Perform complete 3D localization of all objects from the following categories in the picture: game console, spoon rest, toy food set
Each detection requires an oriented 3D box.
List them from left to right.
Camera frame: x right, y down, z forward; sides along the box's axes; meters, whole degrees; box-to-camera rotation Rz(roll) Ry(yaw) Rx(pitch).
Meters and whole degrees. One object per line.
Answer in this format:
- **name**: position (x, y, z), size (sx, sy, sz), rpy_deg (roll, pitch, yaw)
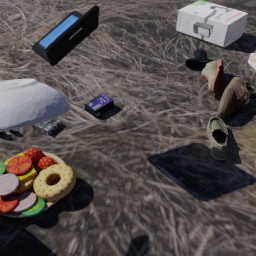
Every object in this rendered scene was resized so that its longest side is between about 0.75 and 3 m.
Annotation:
- **spoon rest**: position (-2.091, -0.282, 4.252), size (2.972, 0.901, 1.476), rpy_deg (12, 25, 39)
- **toy food set**: position (-2.581, 1.361, 7.208), size (2.116, 0.520, 2.138), rpy_deg (-30, 51, -28)
- **game console**: position (-1.533, -2.328, 6.601), size (0.914, 1.381, 1.570), rpy_deg (44, 80, -2)

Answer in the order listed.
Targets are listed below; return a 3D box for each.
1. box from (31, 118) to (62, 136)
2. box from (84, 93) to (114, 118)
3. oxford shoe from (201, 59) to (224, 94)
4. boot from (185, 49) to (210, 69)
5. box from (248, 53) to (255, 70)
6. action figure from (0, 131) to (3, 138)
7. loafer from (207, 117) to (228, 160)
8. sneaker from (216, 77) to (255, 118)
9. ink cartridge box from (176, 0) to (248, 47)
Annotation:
- **box**: position (-2.635, -0.120, 9.084), size (0.775, 0.169, 0.621), rpy_deg (21, 47, 21)
- **box**: position (-0.993, -0.788, 9.704), size (0.601, 0.336, 0.851), rpy_deg (32, 51, 33)
- **oxford shoe**: position (3.221, -1.922, 10.800), size (0.777, 0.731, 2.076), rpy_deg (-4, 35, 27)
- **boot**: position (2.909, -2.977, 11.987), size (1.141, 0.436, 0.958), rpy_deg (2, 46, -8)
- **box**: position (5.513, -2.757, 11.757), size (0.486, 0.438, 0.864), rpy_deg (-6, 43, -9)
- **action figure**: position (-4.293, -0.201, 9.014), size (1.266, 0.439, 0.824), rpy_deg (31, 58, 34)
- **loafer**: position (2.765, 0.194, 8.435), size (0.628, 0.582, 1.670), rpy_deg (3, 43, 4)
- **sneaker**: position (3.761, -1.052, 9.631), size (0.872, 0.813, 2.308), rpy_deg (23, 48, 21)
- **ink cartridge box**: position (4.145, -5.244, 13.926), size (2.764, 1.161, 2.011), rpy_deg (32, 51, 30)
